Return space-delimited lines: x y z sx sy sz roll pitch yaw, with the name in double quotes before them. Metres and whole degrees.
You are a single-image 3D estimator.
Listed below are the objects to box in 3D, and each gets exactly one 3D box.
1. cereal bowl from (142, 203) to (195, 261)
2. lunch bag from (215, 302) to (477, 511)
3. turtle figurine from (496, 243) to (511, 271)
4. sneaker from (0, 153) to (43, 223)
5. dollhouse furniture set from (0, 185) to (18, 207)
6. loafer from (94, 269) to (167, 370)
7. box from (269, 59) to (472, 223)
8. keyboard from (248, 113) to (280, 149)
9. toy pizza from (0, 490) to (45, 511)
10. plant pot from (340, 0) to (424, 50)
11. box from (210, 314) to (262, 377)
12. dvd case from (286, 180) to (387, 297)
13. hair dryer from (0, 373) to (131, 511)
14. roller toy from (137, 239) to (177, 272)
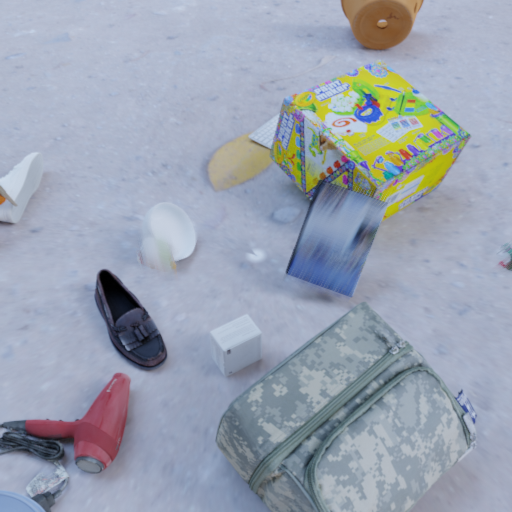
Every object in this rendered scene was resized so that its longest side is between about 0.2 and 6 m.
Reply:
"cereal bowl" -1.646 -0.393 10.197 0.458 1.100 1.100 -23 32 35
"lunch bag" 1.153 2.199 6.942 2.659 1.853 2.230 -31 69 -27
"turtle figurine" 4.146 0.068 8.720 0.593 0.792 0.399 30 69 -14
"sneaker" -5.159 -1.497 11.443 1.126 0.718 1.949 6 46 2
"dollhouse furniture set" -5.683 -0.887 10.662 1.820 0.938 1.801 -42 60 -14
"loafer" -2.095 0.976 8.947 0.719 0.630 2.000 -26 50 -24
"box" 2.174 -2.178 11.078 2.670 1.629 2.571 -29 66 -27
"keyboard" 0.971 -3.394 13.803 0.811 0.154 2.882 27 50 25
"toy pizza" -3.253 3.746 6.152 2.288 0.363 2.288 -5 43 5
"plant pot" 3.680 -7.314 16.410 2.518 2.518 1.763 5 60 5
"box" -0.301 1.364 8.515 0.679 0.675 0.444 -23 49 -22
"dvd case" 1.316 -0.287 9.277 1.192 1.670 0.147 20 7 3
"hair dryer" -2.577 2.331 7.585 2.187 0.594 1.666 -33 52 -30
"roller toy" -1.311 0.009 7.381 0.463 0.508 0.355 15 77 16
